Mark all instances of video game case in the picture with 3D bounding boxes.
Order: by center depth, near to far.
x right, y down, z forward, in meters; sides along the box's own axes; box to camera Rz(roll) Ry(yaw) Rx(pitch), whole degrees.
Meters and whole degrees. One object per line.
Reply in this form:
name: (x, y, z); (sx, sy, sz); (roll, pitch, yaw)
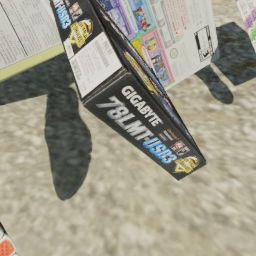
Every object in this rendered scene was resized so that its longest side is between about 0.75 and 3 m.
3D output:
video game case: (0.320, -1.793, 5.176); (2.673, 2.936, 0.324); (-32, 46, 0)

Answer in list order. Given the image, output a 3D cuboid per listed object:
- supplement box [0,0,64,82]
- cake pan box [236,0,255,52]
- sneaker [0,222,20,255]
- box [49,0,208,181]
supplement box: (-2.965, -1.657, 5.104); (2.882, 1.935, 2.879); (-7, 25, 42)
cake pan box: (3.384, -1.965, 5.141); (2.088, 2.267, 0.593); (-14, 35, 35)
sneaker: (-2.037, 0.868, 3.001); (1.039, 2.697, 1.104); (-30, 27, -15)
box: (0.017, -0.671, 3.870); (0.582, 2.344, 2.327); (-33, 50, 14)
